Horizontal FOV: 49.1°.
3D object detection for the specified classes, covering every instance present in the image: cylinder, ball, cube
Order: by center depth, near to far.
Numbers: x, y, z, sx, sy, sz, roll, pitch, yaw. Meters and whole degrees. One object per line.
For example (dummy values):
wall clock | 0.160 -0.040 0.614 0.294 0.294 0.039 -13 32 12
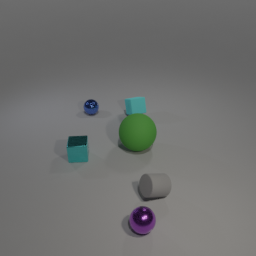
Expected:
ball | 0.383 2.410 7.344 0.700 0.700 0.700 0 32 0
cylinder | 0.806 1.701 8.318 0.700 0.700 0.700 5 26 -32
cube | -1.785 0.752 10.040 0.700 0.700 0.700 -2 32 -4
ball | 0.356 0.152 10.323 1.400 1.400 1.400 0 32 0
cube | 0.332 -0.989 12.465 0.700 0.700 0.700 -12 11 -21
ball | -1.682 -0.966 12.807 0.700 0.700 0.700 0 32 0
